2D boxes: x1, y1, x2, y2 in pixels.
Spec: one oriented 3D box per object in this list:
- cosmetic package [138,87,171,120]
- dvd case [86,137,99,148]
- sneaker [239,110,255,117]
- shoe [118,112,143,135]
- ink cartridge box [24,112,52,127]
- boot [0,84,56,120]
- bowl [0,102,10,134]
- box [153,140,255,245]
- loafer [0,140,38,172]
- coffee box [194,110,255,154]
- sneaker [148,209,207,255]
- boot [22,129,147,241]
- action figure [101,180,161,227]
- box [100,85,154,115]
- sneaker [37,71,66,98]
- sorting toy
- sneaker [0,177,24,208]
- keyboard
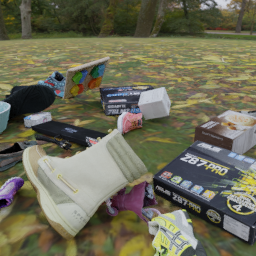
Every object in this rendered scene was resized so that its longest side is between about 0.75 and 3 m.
[{"bbox_3d":[1.101,-0.993,11.519,1.042,0.867,0.872,-10,41,24],"label":"cosmetic package"},{"bbox_3d":[-0.613,0.753,8.470,1.127,0.170,1.543,19,11,-26],"label":"dvd case"},{"bbox_3d":[5.466,-0.593,11.763,1.535,0.609,0.567,10,26,25],"label":"sneaker"},{"bbox_3d":[0.117,-0.216,10.785,0.817,0.641,1.795,1,18,9],"label":"shoe"},{"bbox_3d":[-3.667,-0.348,11.435,0.657,0.385,0.909,7,23,22],"label":"ink cartridge box"},{"bbox_3d":[-4.353,-1.399,12.331,2.963,1.132,2.490,-20,23,9],"label":"boot"},{"bbox_3d":[-5.330,-0.258,10.444,1.912,1.000,1.912,-1,23,0],"label":"bowl"},{"bbox_3d":[2.225,1.342,6.785,2.075,0.632,2.575,-29,35,-36],"label":"box"},{"bbox_3d":[-3.445,0.717,8.690,0.643,0.563,1.789,10,25,21],"label":"loafer"},{"bbox_3d":[3.376,0.227,9.393,2.289,0.912,1.309,-21,30,-40],"label":"coffee box"},{"bbox_3d":[0.883,2.269,4.898,0.830,0.819,2.173,-9,13,-2],"label":"sneaker"},{"bbox_3d":[-1.123,0.819,6.615,2.309,1.076,2.986,-38,40,-10],"label":"boot"},{"bbox_3d":[-0.008,1.655,6.348,1.422,1.059,0.953,-15,31,37],"label":"action figure"},{"bbox_3d":[0.098,-1.416,13.649,2.791,0.693,2.770,-4,22,-8],"label":"box"},{"bbox_3d":[-3.935,-2.522,15.424,2.718,1.298,1.078,14,27,30],"label":"sneaker"},{"bbox_3d":[-1.956,-2.253,13.152,2.165,2.339,0.427,-27,74,-30],"label":"sorting toy"},{"bbox_3d":[-2.917,1.626,6.781,0.492,0.447,1.112,19,33,24],"label":"sneaker"},{"bbox_3d":[-2.309,0.280,10.100,2.997,0.309,1.905,12,20,29],"label":"keyboard"}]
